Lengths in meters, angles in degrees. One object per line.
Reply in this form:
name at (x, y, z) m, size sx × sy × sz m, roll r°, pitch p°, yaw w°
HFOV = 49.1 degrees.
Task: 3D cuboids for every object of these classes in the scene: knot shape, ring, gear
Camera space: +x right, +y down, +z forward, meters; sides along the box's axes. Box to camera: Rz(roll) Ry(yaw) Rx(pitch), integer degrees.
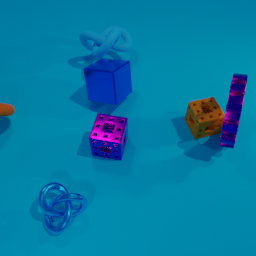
knot shape at (-0.899, -3.097, 10.029) m, size 1.790 × 0.884 × 1.913 m, roll 6°, pitch 28°, yaw 25°
ring at (-4.242, -0.602, 8.171) m, size 1.733 × 1.733 × 0.347 m, roll 8°, pitch 94°, yaw 6°
knot shape at (-1.566, 1.929, 6.921) m, size 1.154 × 0.570 × 1.233 m, roll -8°, pitch 92°, yaw -9°
gear at (2.996, -0.483, 7.942) m, size 0.382 × 2.064 × 2.064 m, roll 11°, pitch 53°, yaw 20°

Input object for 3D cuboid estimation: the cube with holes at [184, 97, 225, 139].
cube with holes at (2.339, -0.303, 8.622) m, size 0.838 × 0.838 × 0.838 m, roll -13°, pitch 54°, yaw -9°

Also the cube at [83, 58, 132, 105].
cube at (-0.619, -1.523, 9.063) m, size 1.106 × 1.106 × 1.106 m, roll 12°, pitch 34°, yaw 26°

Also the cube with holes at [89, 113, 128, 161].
cube with holes at (-0.538, 0.259, 8.152) m, size 0.906 × 0.906 × 0.906 m, roll 9°, pitch 53°, yaw 7°
